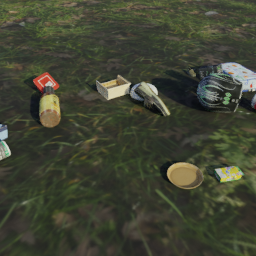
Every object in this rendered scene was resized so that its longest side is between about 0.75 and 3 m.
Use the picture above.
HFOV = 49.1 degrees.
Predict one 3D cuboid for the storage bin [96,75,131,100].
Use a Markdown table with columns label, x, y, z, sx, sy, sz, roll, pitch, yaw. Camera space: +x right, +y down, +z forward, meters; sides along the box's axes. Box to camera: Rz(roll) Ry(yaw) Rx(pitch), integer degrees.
| label | x | y | z | sx | sy | sz | roll | pitch | yaw |
| --- | --- | --- | --- | --- | --- | --- | --- | --- | --- |
| storage bin | -0.701 | -1.935 | 13.100 | 1.201 | 0.563 | 1.192 | -21 | 41 | -25 |

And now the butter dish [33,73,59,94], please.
| label | x | y | z | sx | sy | sz | roll | pitch | yaw |
| --- | --- | --- | --- | --- | --- | --- | --- | --- | --- |
| butter dish | -3.886 | -1.959 | 13.099 | 0.920 | 0.682 | 0.922 | 48 | 51 | -5 |

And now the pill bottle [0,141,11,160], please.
| label | x | y | z | sx | sy | sz | roll | pitch | yaw |
| --- | --- | --- | --- | --- | --- | --- | --- | --- | --- |
| pill bottle | -4.450 | 0.874 | 9.163 | 1.010 | 0.571 | 0.571 | -31 | 46 | -34 |

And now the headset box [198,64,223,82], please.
| label | x | y | z | sx | sy | sz | roll | pitch | yaw |
| --- | --- | --- | --- | --- | --- | --- | --- | --- | --- |
| headset box | 3.851 | -2.378 | 12.960 | 0.978 | 1.123 | 0.521 | 1 | 22 | 45 |

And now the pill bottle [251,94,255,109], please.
| label | x | y | z | sx | sy | sz | roll | pitch | yaw |
| --- | --- | --- | --- | --- | --- | --- | --- | --- | --- |
| pill bottle | 5.873 | -0.901 | 11.454 | 0.790 | 0.790 | 1.408 | -22 | 41 | -28 |

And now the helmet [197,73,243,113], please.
| label | x | y | z | sx | sy | sz | roll | pitch | yaw |
| --- | --- | --- | --- | --- | --- | --- | --- | --- | --- |
| helmet | 3.682 | -1.440 | 11.495 | 1.666 | 1.747 | 1.747 | 15 | 38 | 11 |

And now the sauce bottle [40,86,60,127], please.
| label | x | y | z | sx | sy | sz | roll | pitch | yaw |
| --- | --- | --- | --- | --- | --- | --- | --- | --- | --- |
| sauce bottle | -3.244 | -1.000 | 11.570 | 0.812 | 0.812 | 2.460 | -8 | 39 | -11 |

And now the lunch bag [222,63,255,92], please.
| label | x | y | z | sx | sy | sz | roll | pitch | yaw |
| --- | --- | --- | --- | --- | --- | --- | --- | --- | --- |
| lunch bag | 5.290 | -2.451 | 13.613 | 1.780 | 0.839 | 2.221 | -9 | 36 | -18 |

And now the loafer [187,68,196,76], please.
| label | x | y | z | sx | sy | sz | roll | pitch | yaw |
| --- | --- | --- | --- | --- | --- | --- | --- | --- | --- |
| loafer | 3.326 | -2.951 | 14.778 | 0.283 | 0.262 | 0.752 | -12 | 37 | -16 |

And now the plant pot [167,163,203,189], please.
| label | x | y | z | sx | sy | sz | roll | pitch | yaw |
| --- | --- | --- | --- | --- | --- | --- | --- | --- | --- |
| plant pot | 1.755 | 1.492 | 8.661 | 1.096 | 0.151 | 1.096 | 0 | 36 | 0 |

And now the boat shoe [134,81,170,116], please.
| label | x | y | z | sx | sy | sz | roll | pitch | yaw |
| --- | --- | --- | --- | --- | --- | --- | --- | --- | --- |
| boat shoe | 0.984 | -1.138 | 11.917 | 0.690 | 0.750 | 2.098 | -38 | 57 | 3 |

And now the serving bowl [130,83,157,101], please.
| label | x | y | z | sx | sy | sz | roll | pitch | yaw |
| --- | --- | --- | --- | --- | --- | --- | --- | --- | --- |
| serving bowl | 0.743 | -1.757 | 12.976 | 1.276 | 0.420 | 1.276 | 0 | 35 | 0 |

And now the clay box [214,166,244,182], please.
| label | x | y | z | sx | sy | sz | roll | pitch | yaw |
| --- | --- | --- | --- | --- | --- | --- | --- | --- | --- |
| clay box | 3.139 | 1.429 | 8.706 | 0.779 | 0.185 | 0.447 | -5 | 33 | -9 |

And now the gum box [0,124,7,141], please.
| label | x | y | z | sx | sy | sz | roll | pitch | yaw |
| --- | --- | --- | --- | --- | --- | --- | --- | --- | --- |
| gum box | -5.790 | 0.225 | 9.619 | 2.341 | 0.522 | 1.989 | 8 | 17 | 11 |
